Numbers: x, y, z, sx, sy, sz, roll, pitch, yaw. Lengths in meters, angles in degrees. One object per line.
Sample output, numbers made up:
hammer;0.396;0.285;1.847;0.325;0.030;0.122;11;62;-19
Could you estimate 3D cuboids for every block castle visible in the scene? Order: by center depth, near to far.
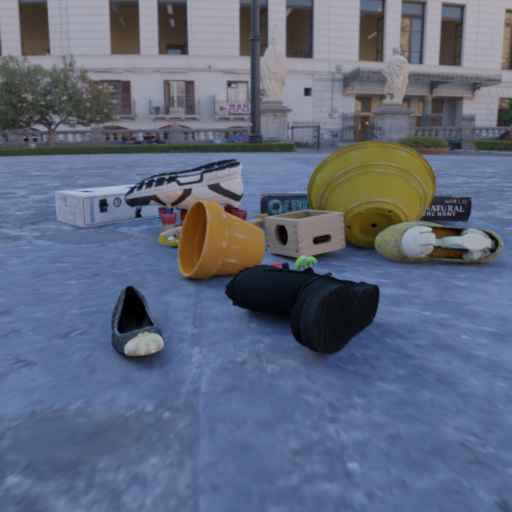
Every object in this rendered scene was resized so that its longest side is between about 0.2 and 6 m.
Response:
block castle;-1.279;-0.900;13.182;1.978;0.928;1.322;-3;13;-13

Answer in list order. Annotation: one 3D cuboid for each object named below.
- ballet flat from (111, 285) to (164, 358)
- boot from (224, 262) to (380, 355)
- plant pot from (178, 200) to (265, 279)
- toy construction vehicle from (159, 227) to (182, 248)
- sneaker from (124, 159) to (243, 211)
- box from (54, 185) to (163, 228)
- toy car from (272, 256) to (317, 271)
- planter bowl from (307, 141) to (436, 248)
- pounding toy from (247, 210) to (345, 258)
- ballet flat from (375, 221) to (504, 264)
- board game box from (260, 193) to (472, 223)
ballet flat;-1.520;0.815;6.875;0.582;0.497;1.750;-5;14;-21
boot;0.431;0.566;7.251;1.815;0.820;2.215;10;9;29
plant pot;-0.560;-0.196;9.776;1.222;1.334;1.334;11;7;-26
toy construction vehicle;-1.212;-0.417;11.896;1.513;0.533;1.317;0;11;2
sneaker;-1.641;-1.381;12.934;2.844;1.138;1.048;-9;27;8
box;-4.000;-1.470;15.779;1.615;0.832;2.769;13;19;43
toy car;0.592;0.189;9.503;0.889;0.211;0.945;-23;14;3
planter bowl;2.440;-0.973;11.793;2.745;2.745;1.143;1;49;5
pounding toy;0.580;-0.415;11.431;1.630;0.849;1.855;-12;12;-30
ballet flat;3.474;-0.254;10.588;2.356;0.833;0.833;4;14;4
board game box;2.600;-1.272;14.421;4.853;0.683;3.282;1;6;4
